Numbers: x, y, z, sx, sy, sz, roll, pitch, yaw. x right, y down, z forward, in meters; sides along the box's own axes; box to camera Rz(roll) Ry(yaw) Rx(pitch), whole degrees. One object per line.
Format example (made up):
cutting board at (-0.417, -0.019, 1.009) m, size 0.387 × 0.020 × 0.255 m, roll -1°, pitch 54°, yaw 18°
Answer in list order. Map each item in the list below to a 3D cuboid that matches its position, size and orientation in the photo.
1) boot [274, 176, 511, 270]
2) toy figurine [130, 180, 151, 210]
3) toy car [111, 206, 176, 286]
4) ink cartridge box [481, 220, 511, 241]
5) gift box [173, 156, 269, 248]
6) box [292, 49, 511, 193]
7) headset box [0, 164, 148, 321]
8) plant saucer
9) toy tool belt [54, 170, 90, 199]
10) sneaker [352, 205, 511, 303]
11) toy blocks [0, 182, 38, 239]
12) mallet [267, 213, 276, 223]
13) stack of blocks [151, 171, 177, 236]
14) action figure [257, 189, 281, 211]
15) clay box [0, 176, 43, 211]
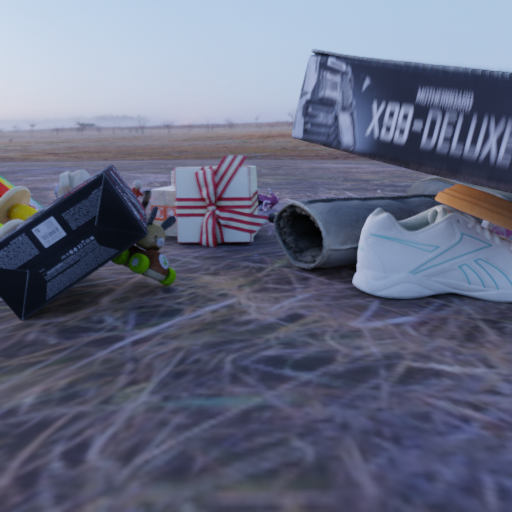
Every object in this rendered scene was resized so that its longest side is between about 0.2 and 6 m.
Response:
boot at (2.223, -0.593, 10.097) m, size 3.918 × 1.422 × 3.562 m, roll -12°, pitch 8°, yaw -14°
toy figurine at (-3.024, -1.471, 13.590) m, size 0.816 × 0.576 × 0.829 m, roll 0°, pitch 37°, yaw -42°
toy car at (-1.420, -0.177, 7.760) m, size 0.747 × 0.947 × 0.778 m, roll 20°, pitch -7°, yaw 31°
ink cartridge box at (3.971, -0.272, 9.056) m, size 0.844 × 0.860 × 0.186 m, roll 5°, pitch 27°, yaw -15°
gift box at (-0.639, -1.127, 11.168) m, size 1.818 × 1.677 × 1.697 m, roll -5°, pitch 10°, yaw 8°
box at (2.954, -1.375, 6.994) m, size 3.273 × 1.033 × 4.150 m, roll 22°, pitch 14°, yaw 37°
headset box at (-2.425, -0.336, 7.443) m, size 1.802 × 0.909 × 2.424 m, roll -35°, pitch 17°, yaw -4°
plant saucer at (3.430, -0.570, 7.705) m, size 1.891 × 0.354 × 1.891 m, roll 20°, pitch 12°, yaw -4°
toy tool belt at (-4.206, -1.268, 12.907) m, size 1.176 × 1.195 × 1.914 m, roll -42°, pitch 7°, yaw -14°
sneaker at (2.794, -0.048, 7.391) m, size 2.946 × 1.180 × 1.036 m, roll 2°, pitch 11°, yaw 0°
toy blocks at (-4.794, -0.923, 9.441) m, size 2.512 × 0.912 × 2.094 m, roll 32°, pitch 16°, yaw 5°
mallet at (1.380, -0.734, 12.098) m, size 1.019 × 0.636 × 3.093 m, roll 6°, pitch 3°, yaw -28°
stack of blocks at (-1.556, -1.276, 12.722) m, size 0.662 × 1.302 × 2.261 m, roll 4°, pitch 13°, yaw 18°
action figure at (0.384, -1.595, 15.992) m, size 0.841 × 0.564 × 0.627 m, roll -10°, pitch 17°, yaw -30°
clay box at (-5.454, -0.997, 11.453) m, size 1.467 × 0.608 × 2.553 m, roll 38°, pitch 10°, yaw -5°
